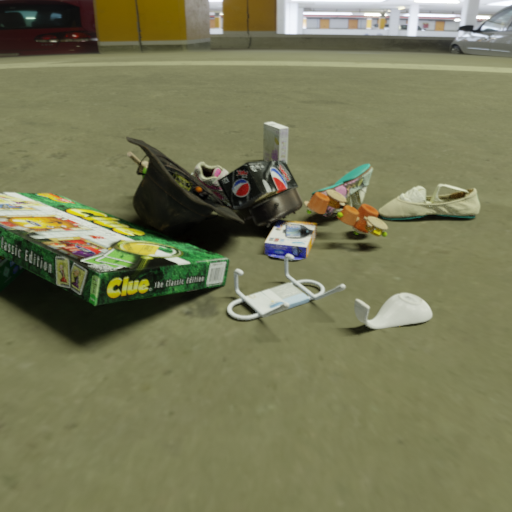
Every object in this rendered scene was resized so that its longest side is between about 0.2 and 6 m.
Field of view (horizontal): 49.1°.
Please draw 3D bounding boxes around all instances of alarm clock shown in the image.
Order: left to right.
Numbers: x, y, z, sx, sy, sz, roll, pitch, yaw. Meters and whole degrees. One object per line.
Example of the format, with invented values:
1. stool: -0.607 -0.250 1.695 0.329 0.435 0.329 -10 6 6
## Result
1. alarm clock: 0.545 -1.121 12.675 1.183 0.584 1.754 -23 8 36

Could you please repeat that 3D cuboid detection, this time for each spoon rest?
1. spoon rest: 2.228 0.916 9.201 1.550 0.470 0.770 -1 24 -33

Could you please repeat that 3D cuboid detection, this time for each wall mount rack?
1. wall mount rack: 0.506 0.600 9.411 1.903 0.709 1.653 -16 30 -28

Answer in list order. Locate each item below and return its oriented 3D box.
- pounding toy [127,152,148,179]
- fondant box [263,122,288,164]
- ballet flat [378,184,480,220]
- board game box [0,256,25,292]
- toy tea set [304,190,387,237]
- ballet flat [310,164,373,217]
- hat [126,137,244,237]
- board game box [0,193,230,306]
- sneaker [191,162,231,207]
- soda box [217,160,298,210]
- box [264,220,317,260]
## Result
1. pounding toy: -2.583 -1.605 13.729 1.702 0.790 1.314 46 7 9
2. fondant box: 0.584 -3.388 17.044 0.348 1.193 0.861 -16 30 -29
3. ballet flat: 4.100 -1.310 13.257 2.394 0.832 0.832 -2 26 -3
4. board game box: -5.799 0.627 9.593 2.344 0.507 3.483 4 26 6
5. toy tea set: 1.842 -0.813 11.887 1.841 0.681 1.094 23 26 -8
6. ballet flat: 2.153 -1.504 13.455 0.792 0.815 2.291 -15 13 47
7. hat: -1.828 -1.196 11.907 3.295 1.329 3.295 40 5 -4
8. board game box: -3.544 -0.369 10.675 5.615 0.659 2.942 19 13 34
9. sneaker: -0.880 -1.766 13.690 1.625 0.717 0.661 20 56 0
10. soda box: 0.118 -1.685 13.044 0.871 0.779 2.460 -28 -1 25
11. box: 0.730 -0.343 11.813 0.889 0.310 1.494 6 24 12
